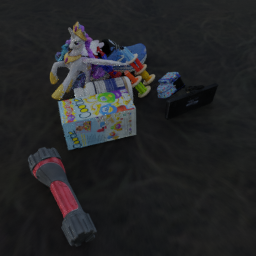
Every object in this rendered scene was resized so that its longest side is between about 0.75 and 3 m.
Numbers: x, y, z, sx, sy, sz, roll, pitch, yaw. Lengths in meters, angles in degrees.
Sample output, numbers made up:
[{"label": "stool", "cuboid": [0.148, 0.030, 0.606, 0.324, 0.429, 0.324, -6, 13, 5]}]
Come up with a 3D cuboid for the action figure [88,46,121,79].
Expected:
[{"label": "action figure", "cuboid": [-0.622, -1.677, 8.434, 0.473, 1.449, 0.717, -18, 51, 28]}]

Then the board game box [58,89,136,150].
[{"label": "board game box", "cuboid": [-0.788, -0.249, 7.310, 1.817, 0.953, 0.936, -12, 44, -11]}]

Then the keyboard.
[{"label": "keyboard", "cuboid": [1.785, -0.857, 7.859, 1.662, 0.998, 0.213, -21, 54, -18]}]

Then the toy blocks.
[{"label": "toy blocks", "cuboid": [0.184, -1.715, 8.462, 0.476, 1.311, 1.092, -23, 33, 39]}]

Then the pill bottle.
[{"label": "pill bottle", "cuboid": [-0.705, -0.931, 8.020, 1.566, 0.869, 0.869, -11, 49, -11]}]

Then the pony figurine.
[{"label": "pony figurine", "cuboid": [-1.231, -1.833, 7.981, 1.717, 2.062, 1.990, 38, 24, 28]}]

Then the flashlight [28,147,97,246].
[{"label": "flashlight", "cuboid": [-1.422, 1.380, 5.874, 0.724, 0.727, 2.140, -15, 52, -30]}]

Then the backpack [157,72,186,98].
[{"label": "backpack", "cuboid": [1.136, -1.190, 8.001, 0.750, 0.505, 0.685, -39, 24, -13]}]

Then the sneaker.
[{"label": "sneaker", "cuboid": [-0.350, -2.359, 9.092, 2.420, 1.079, 0.950, -28, 47, -29]}]
